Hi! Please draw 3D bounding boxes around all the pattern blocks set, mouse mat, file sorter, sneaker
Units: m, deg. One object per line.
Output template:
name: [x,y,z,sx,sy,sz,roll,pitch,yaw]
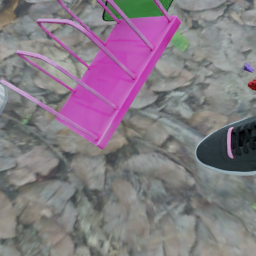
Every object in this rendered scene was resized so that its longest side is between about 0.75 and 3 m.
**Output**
pattern blocks set: [2.700,-0.732,4.860,0.125,1.358,1.545,-49,52,0]
mouse mat: [0.400,-2.975,5.750,1.656,2.057,0.077,-11,69,-20]
file sorter: [-0.745,-1.331,4.918,1.803,1.627,2.595,25,82,50]
sneaker: [2.048,0.013,4.145,2.937,1.456,1.038,-15,61,43]

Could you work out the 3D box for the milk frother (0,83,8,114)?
milk frother: [-3.188,-1.025,5.720,1.888,1.776,1.704,17,79,31]
